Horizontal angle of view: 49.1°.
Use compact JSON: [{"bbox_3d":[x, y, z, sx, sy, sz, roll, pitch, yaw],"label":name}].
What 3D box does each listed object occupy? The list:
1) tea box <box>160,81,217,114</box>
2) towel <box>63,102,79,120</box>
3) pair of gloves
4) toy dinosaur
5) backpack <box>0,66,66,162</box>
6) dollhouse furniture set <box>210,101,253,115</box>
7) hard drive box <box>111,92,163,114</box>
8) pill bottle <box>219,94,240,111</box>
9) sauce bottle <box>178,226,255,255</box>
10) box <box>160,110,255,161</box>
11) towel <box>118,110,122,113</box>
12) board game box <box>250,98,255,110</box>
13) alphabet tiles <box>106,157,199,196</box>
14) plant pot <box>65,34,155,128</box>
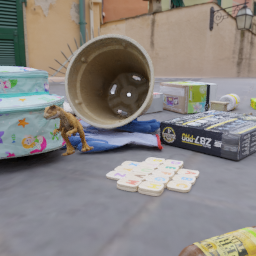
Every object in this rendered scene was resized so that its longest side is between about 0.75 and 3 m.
[{"bbox_3d":[2.335,-1.245,11.088,1.614,1.096,1.640,-7,15,-26],"label":"tea box"},{"bbox_3d":[-2.804,-0.453,8.034,2.582,0.445,1.711,-6,17,-25],"label":"towel"},{"bbox_3d":[-0.298,0.097,6.887,2.290,0.325,2.848,3,14,4],"label":"pair of gloves"},{"bbox_3d":[-0.883,0.000,4.547,0.483,0.849,1.599,-16,-10,-2],"label":"toy dinosaur"},{"bbox_3d":[-2.313,-0.271,5.419,2.138,1.813,2.408,-7,19,-31],"label":"backpack"},{"bbox_3d":[2.934,-0.430,8.221,1.118,0.743,0.980,-10,16,-38],"label":"dollhouse furniture set"},{"bbox_3d":[0.213,-1.026,10.999,1.461,0.720,1.875,-11,17,-39],"label":"hard drive box"},{"bbox_3d":[4.166,-1.062,11.392,0.623,0.623,1.196,9,15,34],"label":"pill bottle"},{"bbox_3d":[0.681,1.084,2.231,1.159,0.375,0.375,-6,14,-24],"label":"sauce bottle"},{"bbox_3d":[2.170,0.044,6.480,1.877,0.572,2.329,10,16,44],"label":"box"},{"bbox_3d":[-0.853,-0.620,10.491,0.933,0.150,0.891,-10,16,-36],"label":"towel"},{"bbox_3d":[5.669,-1.029,11.901,0.722,0.338,1.422,4,13,16],"label":"board game box"},{"bbox_3d":[0.400,0.724,4.479,1.330,0.099,1.360,6,13,25],"label":"alphabet tiles"},{"bbox_3d":[-0.196,-0.967,6.865,2.039,2.039,1.866,4,-2,16],"label":"plant pot"}]
